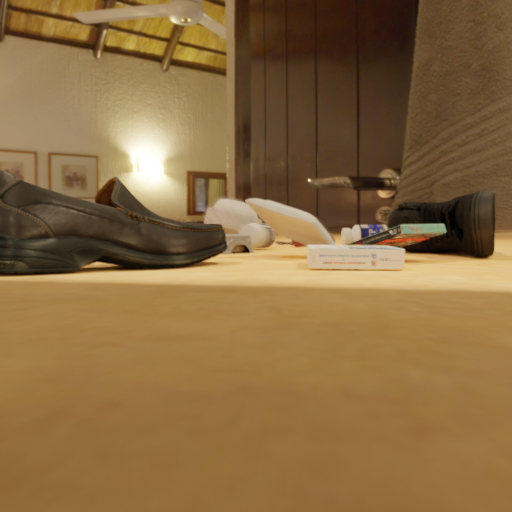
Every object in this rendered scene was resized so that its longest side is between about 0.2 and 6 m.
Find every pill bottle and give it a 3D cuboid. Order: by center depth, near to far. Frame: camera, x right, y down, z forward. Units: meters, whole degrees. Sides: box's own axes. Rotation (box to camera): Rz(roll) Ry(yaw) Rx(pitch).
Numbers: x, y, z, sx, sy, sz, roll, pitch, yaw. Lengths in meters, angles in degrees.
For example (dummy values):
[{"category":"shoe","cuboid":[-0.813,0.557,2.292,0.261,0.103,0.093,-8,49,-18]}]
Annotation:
[{"category":"pill bottle","cuboid":[2.404,-0.405,12.459,0.957,0.573,0.573,-2,3,-1]},{"category":"pill bottle","cuboid":[0.016,-0.455,12.470,0.564,0.564,0.974,2,1,25]}]

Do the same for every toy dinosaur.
[{"category":"toy dinosaur","cuboid":[1.317,-0.531,14.208,1.542,0.810,1.400,14,26,4]}]

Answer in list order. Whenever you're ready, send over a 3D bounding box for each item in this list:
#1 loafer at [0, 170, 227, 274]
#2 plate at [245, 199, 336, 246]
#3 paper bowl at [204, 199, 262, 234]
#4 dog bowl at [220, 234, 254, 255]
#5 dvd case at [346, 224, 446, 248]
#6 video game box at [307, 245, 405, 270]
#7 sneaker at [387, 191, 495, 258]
[{"category":"loafer","cuboid":[-1.800,-0.435,7.344,3.365,1.216,1.225,-2,3,-41]},{"category":"plate","cuboid":[0.676,-0.527,9.543,1.423,0.230,1.420,22,-10,34]},{"category":"paper bowl","cuboid":[-0.529,-0.916,13.398,1.349,0.701,1.349,13,-3,1]},{"category":"dog bowl","cuboid":[-0.690,-0.243,11.293,1.314,0.385,1.314,-1,3,0]},{"category":"dvd case","cuboid":[2.000,-0.206,8.794,1.137,0.171,1.558,-4,-13,-39]},{"category":"video game box","cuboid":[1.303,0.007,7.648,1.203,0.309,1.320,-2,3,5]},{"category":"sneaker","cuboid":[3.406,-0.519,10.681,1.929,1.111,3.698,1,-1,18]}]
